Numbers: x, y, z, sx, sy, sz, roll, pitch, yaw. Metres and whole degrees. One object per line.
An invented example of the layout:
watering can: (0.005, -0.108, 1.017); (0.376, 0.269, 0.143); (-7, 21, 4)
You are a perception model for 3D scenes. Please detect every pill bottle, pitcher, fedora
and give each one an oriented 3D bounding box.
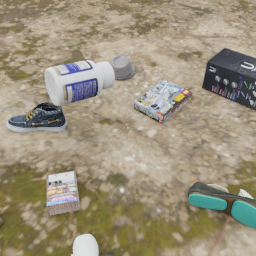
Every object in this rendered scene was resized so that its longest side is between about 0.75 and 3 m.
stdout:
pill bottle: (-1.620, -1.632, 9.721); (2.176, 1.302, 1.302); (-19, 46, -28)
pitcher: (-1.250, 3.573, 7.630); (0.965, 0.682, 1.125); (-17, 55, -4)
fedora: (-0.373, -3.330, 14.845); (1.625, 0.830, 1.837); (15, 45, 15)

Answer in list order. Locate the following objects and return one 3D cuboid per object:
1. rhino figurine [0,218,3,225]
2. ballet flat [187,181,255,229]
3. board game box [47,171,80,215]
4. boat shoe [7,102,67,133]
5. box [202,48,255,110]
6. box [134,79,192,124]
rhino figurine: (-4.197, 2.791, 8.708); (0.808, 0.242, 0.353); (32, 37, 32)
ballet flat: (3.252, 2.283, 8.811); (2.694, 0.916, 0.921); (18, 38, 18)
board game box: (-2.132, 2.109, 9.188); (0.958, 0.582, 1.201); (-8, 44, -9)
boat shoe: (-3.841, -0.511, 11.585); (2.520, 1.144, 0.891); (0, 43, 0)
box: (5.341, -2.372, 13.254); (2.989, 1.585, 1.827); (29, 50, 29)
box: (1.632, -1.275, 12.894); (1.626, 0.474, 2.375); (31, 51, 29)
